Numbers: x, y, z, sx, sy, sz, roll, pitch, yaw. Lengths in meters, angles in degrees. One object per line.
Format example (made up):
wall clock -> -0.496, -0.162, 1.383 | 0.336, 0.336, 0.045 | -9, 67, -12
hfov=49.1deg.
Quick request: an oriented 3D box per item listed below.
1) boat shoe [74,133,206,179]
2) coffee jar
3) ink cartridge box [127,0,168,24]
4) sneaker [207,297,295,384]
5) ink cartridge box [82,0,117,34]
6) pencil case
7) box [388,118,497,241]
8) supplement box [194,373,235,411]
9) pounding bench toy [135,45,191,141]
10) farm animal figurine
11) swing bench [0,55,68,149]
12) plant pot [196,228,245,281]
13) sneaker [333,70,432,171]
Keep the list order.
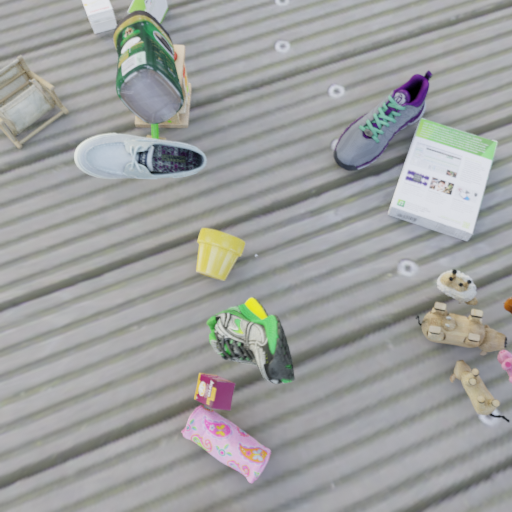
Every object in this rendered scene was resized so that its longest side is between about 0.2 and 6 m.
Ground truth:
boat shoe -> -1.918, -1.707, 9.605 | 2.234, 0.796, 0.779 | -3, 99, -26
coffee jar -> -1.899, -3.317, 9.704 | 0.902, 1.102, 2.113 | -29, 47, 18
ink cartridge box -> -2.430, -5.668, 12.329 | 0.519, 1.371, 1.013 | 16, 68, 6
sneaker -> -0.110, 1.346, 8.273 | 0.988, 2.320, 0.905 | -19, 103, -13
ink cartridge box -> -3.562, -5.544, 12.718 | 0.572, 0.558, 0.891 | -20, 69, -8
pencil case -> -0.499, 3.042, 9.112 | 1.471, 0.643, 0.643 | 30, 70, 12
box -> 3.725, -1.553, 11.146 | 1.625, 0.409, 2.251 | 20, 70, 8
supplement box -> -0.679, 2.207, 9.109 | 0.357, 0.692, 0.453 | 15, 82, -30
pounding bench toy -> -1.988, -3.181, 11.275 | 1.107, 1.390, 1.782 | 2, 67, 1
farm animal figurine -> 3.718, 1.496, 9.582 | 2.037, 1.074, 2.060 | 28, 77, 24
swing bench -> -4.915, -3.200, 11.607 | 1.319, 0.860, 1.326 | -42, 68, -15
plant pot -> -0.721, 0.002, 10.303 | 0.856, 0.856, 0.805 | 17, 84, 7
sneaker -> 2.520, -2.793, 11.273 | 0.933, 1.098, 2.509 | 42, 73, 16
